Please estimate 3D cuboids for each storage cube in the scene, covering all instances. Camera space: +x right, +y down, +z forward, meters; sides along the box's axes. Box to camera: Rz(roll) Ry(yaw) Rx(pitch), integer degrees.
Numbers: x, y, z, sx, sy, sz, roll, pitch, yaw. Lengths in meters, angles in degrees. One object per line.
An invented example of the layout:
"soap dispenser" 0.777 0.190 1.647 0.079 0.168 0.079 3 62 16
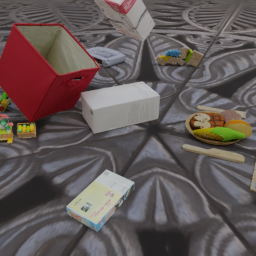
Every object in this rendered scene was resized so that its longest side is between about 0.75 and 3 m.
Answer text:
"storage cube" -2.425 -1.690 8.370 2.208 1.985 1.888 47 35 9

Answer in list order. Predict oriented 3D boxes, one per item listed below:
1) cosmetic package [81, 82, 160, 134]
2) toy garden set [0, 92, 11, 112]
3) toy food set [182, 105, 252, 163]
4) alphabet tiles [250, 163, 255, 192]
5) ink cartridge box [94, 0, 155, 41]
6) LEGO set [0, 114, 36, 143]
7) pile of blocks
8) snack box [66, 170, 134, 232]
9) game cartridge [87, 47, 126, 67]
"cosmetic package" -0.253 -0.699 8.856 2.227 0.904 1.257 -14 35 -18
"toy garden set" -3.875 -1.286 9.581 0.302 1.515 1.263 37 21 -30
"toy food set" 2.668 -0.144 8.297 1.876 0.545 2.718 11 34 16
"alphabet tiles" 4.182 1.226 6.614 2.233 0.084 1.866 15 36 23
"ink cartridge box" -0.098 -3.549 8.505 1.270 1.734 0.718 33 88 32
"LEGO set" -4.128 -0.310 7.868 2.971 1.106 1.367 13 33 14
"pile of blocks" 2.353 -3.378 13.010 2.146 0.881 0.667 2 33 4
"snack box" -0.553 1.499 6.024 0.798 0.255 1.373 20 38 28
"game cartridge" -1.176 -3.515 13.692 2.073 0.424 1.380 29 46 36
